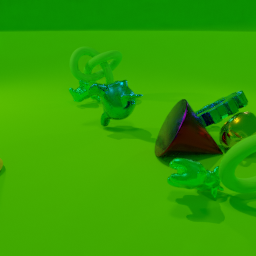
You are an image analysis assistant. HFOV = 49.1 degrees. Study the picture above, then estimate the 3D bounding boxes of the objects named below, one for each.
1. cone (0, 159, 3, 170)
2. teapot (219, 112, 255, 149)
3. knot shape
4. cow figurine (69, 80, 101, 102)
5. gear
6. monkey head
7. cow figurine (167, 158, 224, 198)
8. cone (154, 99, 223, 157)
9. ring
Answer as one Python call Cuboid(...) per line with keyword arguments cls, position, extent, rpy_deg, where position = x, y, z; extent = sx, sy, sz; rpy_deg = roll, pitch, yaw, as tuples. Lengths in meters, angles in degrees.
Cuboid(cls="cone", position=(-2.979, 0.359, 5.192), extent=(1.023, 1.027, 1.023), rpy_deg=(-2, 26, 1))
Cuboid(cls="teapot", position=(2.566, 0.152, 6.187), extent=(1.552, 0.965, 0.760), rpy_deg=(1, 40, -47))
Cuboid(cls="knot shape", position=(-0.993, -2.228, 10.150), extent=(1.785, 1.908, 0.881), rpy_deg=(-30, 41, 15))
Cuboid(cls="cow figurine", position=(-1.456, -1.176, 9.825), extent=(1.056, 1.039, 0.580), rpy_deg=(-42, 44, -20))
Cuboid(cls="gear", position=(2.082, -0.376, 6.971), extent=(1.715, 0.317, 1.715), rpy_deg=(-28, 2, 1))
Cuboid(cls="monkey head", position=(-0.399, -0.691, 7.196), extent=(1.171, 0.981, 1.628), rpy_deg=(0, -27, -43))
Cuboid(cls="cow figurine", position=(1.123, 0.778, 4.446), extent=(0.962, 0.536, 0.977), rpy_deg=(10, -13, 5))
Cuboid(cls="cone", position=(1.493, 0.272, 6.079), extent=(1.359, 1.354, 1.354), rpy_deg=(26, 19, -8))
Cuboid(cls="ring", position=(2.004, 0.577, 4.399), extent=(1.182, 1.182, 0.236), rpy_deg=(-3, 36, -9))
